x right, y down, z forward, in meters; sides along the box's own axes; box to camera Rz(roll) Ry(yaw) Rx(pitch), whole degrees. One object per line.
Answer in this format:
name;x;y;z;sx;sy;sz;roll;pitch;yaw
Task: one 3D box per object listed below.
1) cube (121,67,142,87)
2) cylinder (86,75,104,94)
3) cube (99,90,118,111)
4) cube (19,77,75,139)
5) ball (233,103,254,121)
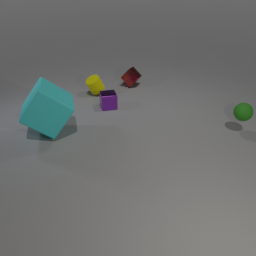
cube;0.180;-2.710;14.821;0.700;0.700;0.700;47;30;-4
cylinder;-1.607;-2.126;13.694;0.700;0.700;0.700;-16;44;16
cube;-0.883;-1.256;12.620;0.700;0.700;0.700;-7;30;-13
cube;-2.935;-0.737;10.217;1.400;1.400;1.400;30;19;-27
ball;4.325;-0.601;10.501;0.700;0.700;0.700;0;30;0
